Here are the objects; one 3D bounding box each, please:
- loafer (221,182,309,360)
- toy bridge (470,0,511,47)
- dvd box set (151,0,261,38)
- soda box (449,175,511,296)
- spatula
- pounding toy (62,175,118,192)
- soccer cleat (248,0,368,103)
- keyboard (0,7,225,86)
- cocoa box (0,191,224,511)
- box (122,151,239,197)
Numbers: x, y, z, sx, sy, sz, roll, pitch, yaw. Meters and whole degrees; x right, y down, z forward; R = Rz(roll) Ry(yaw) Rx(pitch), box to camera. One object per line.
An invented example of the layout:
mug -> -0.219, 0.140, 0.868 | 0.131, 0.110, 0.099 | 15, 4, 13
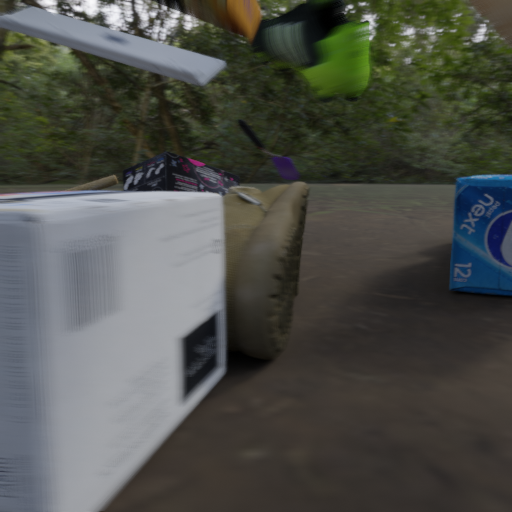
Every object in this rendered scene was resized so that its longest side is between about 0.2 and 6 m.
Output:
loafer -> -0.138, -0.079, 5.090 | 1.102, 1.242, 3.267 | 6, 9, 6
toy bridge -> 2.120, -2.393, 4.700 | 0.563, 4.137, 1.391 | -34, 9, 41
dvd box set -> -0.910, -2.656, 5.017 | 1.680, 0.338, 2.297 | 23, 11, 4
soda box -> 3.239, -0.415, 7.193 | 1.158, 1.224, 3.609 | 4, 9, 22
spatula -> 0.227, -2.085, 11.060 | 0.533, 0.194, 1.886 | 10, -19, 45
pounding toy -> -2.953, -0.437, 7.384 | 1.720, 1.223, 1.583 | 7, 12, 36
soccer cleat -> 0.784, -3.373, 8.581 | 1.037, 1.245, 3.071 | -10, 36, -24
keyboard -> -2.000, -2.920, 7.695 | 3.091, 0.165, 0.870 | 19, 35, 9
cocoa box -> -0.993, 0.297, 2.746 | 1.180, 1.199, 1.798 | 2, 9, 15
box -> -1.251, -0.950, 9.601 | 1.163, 1.010, 1.761 | -13, -16, 38
